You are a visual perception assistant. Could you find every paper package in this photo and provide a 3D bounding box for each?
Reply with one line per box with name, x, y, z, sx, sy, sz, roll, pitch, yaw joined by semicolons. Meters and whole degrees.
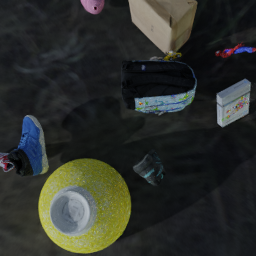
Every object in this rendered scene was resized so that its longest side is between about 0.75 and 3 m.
paper package;0.979;-3.451;8.453;1.040;2.010;1.915;-44;80;-1

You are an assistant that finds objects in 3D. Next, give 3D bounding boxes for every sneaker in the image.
sneaker;-2.917;0.509;7.904;0.669;0.969;1.743;-14;87;41
sneaker;0.608;1.085;7.590;0.709;1.881;0.746;-43;86;11
sneaker;-3.757;1.006;8.234;1.034;0.582;0.368;-3;117;-1

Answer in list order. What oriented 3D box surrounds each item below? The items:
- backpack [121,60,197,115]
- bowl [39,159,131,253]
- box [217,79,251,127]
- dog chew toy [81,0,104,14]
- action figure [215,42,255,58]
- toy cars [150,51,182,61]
backpack;0.955;-1.235;8.307;2.099;1.614;1.712;-12;53;11
bowl;-1.304;2.110;7.396;2.619;1.409;2.619;-1;84;8
box;3.126;-0.713;8.318;0.987;1.266;0.261;-27;48;-7
dog chew toy;-1.093;-4.010;8.895;0.769;0.769;1.234;-13;44;-3
action figure;3.411;-2.417;8.639;1.437;0.470;0.371;-5;108;37
toy cars;1.104;-2.230;8.835;1.136;0.509;0.252;-9;114;27
